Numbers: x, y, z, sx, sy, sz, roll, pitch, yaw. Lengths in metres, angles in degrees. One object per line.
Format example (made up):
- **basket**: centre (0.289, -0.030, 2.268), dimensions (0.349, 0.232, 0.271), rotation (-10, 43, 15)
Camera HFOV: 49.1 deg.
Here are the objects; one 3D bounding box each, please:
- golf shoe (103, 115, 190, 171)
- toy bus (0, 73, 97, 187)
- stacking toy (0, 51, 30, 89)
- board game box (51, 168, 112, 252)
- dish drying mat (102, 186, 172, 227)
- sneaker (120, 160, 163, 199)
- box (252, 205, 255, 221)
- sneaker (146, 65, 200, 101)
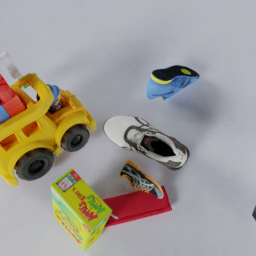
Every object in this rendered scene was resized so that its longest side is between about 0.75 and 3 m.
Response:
- **golf shoe**: centre (0.420, 0.250, 7.783), dimensions (2.693, 1.186, 1.039), rotation (23, 86, 20)
- **toy bus**: centre (-2.592, -0.407, 7.273), dimensions (2.941, 2.823, 1.996), rotation (-35, 53, -19)
- **stacking toy**: centre (-4.012, -1.066, 7.922), dimensions (2.195, 2.911, 0.684), rotation (-33, 98, -10)
- **board game box**: centre (-1.038, 1.822, 5.900), dimensions (1.117, 2.198, 0.523), rotation (42, 59, 15)
- **dish drying mat**: centre (0.108, 1.992, 7.164), dimensions (1.926, 0.175, 0.740), rotation (-12, 49, -7)
- **sneaker**: centre (0.340, 1.400, 7.173), dimensions (1.291, 0.505, 0.498), rotation (39, 69, 9)
- **box**: centre (3.623, 2.176, 6.477), dimensions (0.999, 0.616, 0.991), rotation (-17, 48, -3)
- **sneaker**: centre (1.514, -1.534, 9.645), dimensions (2.466, 0.967, 0.813), rotation (-20, 50, -41)
